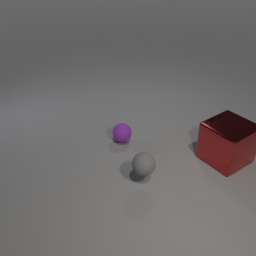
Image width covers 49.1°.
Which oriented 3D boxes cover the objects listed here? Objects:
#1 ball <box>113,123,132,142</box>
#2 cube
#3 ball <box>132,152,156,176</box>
[{"bbox_3d":[-0.213,0.169,10.273,0.700,0.700,0.700,0,32,0],"label":"ball"},{"bbox_3d":[3.277,0.463,9.226,1.400,1.400,1.400,-22,38,-27],"label":"cube"},{"bbox_3d":[0.462,1.050,8.165,0.700,0.700,0.700,0,32,0],"label":"ball"}]
